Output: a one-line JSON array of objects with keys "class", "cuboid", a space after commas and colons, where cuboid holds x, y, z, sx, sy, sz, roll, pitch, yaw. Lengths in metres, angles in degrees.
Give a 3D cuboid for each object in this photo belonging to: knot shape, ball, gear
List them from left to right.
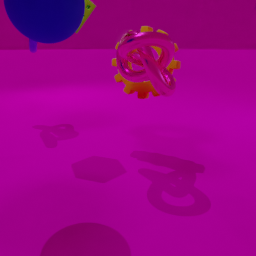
[{"class": "ball", "cuboid": [-1.218, -1.845, 4.140, 1.148, 1.148, 1.148, 0, 17, 0]}, {"class": "gear", "cuboid": [0.410, -1.545, 6.729, 1.650, 1.650, 0.305, 9, 13, 26]}, {"class": "knot shape", "cuboid": [0.442, -1.272, 5.701, 0.755, 1.528, 1.633, -49, 17, -11]}]

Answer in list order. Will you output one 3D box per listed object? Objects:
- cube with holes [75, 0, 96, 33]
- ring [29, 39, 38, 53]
[{"class": "cube with holes", "cuboid": [-1.356, -2.825, 6.581, 0.761, 0.761, 0.761, 33, 10, -31]}, {"class": "ring", "cuboid": [-2.749, -2.757, 8.154, 0.223, 1.115, 1.115, 2, 16, -18]}]
